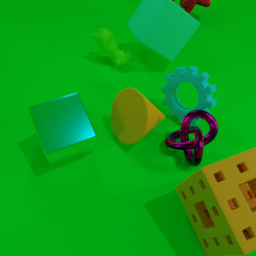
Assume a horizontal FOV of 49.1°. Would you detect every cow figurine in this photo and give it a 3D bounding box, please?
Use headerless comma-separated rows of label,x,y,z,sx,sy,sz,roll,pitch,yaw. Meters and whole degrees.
cow figurine,-0.489,-2.518,8.783,0.665,1.211,1.192,-43,44,-22

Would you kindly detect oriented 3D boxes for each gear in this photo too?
gear,1.494,-0.812,7.036,1.421,1.421,0.263,35,37,28

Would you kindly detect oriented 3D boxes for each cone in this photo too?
cone,0.482,-0.285,6.940,1.320,1.315,1.315,-2,40,-41

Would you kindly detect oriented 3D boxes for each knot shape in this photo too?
knot shape,1.402,0.226,6.523,1.200,0.592,1.282,0,68,51
knot shape,2.425,-4.815,10.594,1.657,1.770,0.818,-19,90,-43

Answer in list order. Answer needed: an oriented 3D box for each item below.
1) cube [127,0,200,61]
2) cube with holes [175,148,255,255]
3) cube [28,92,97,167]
cube,1.021,-3.107,8.405,1.352,1.352,1.352,22,29,-33
cube with holes,1.889,1.291,4.914,1.335,1.335,1.335,-17,69,-16
cube,-1.435,0.058,6.233,1.114,1.114,1.114,-20,75,-18
